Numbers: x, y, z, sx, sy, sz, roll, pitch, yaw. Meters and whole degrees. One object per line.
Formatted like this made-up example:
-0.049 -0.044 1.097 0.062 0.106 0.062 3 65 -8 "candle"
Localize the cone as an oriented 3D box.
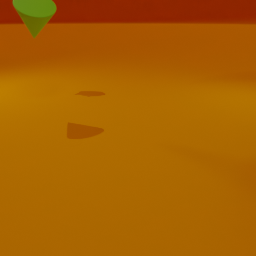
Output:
-2.292 -2.589 6.871 0.964 0.968 0.964 10 52 -13 "cone"
